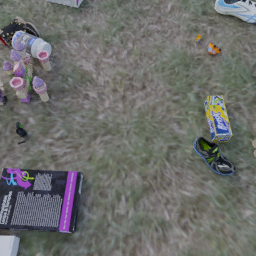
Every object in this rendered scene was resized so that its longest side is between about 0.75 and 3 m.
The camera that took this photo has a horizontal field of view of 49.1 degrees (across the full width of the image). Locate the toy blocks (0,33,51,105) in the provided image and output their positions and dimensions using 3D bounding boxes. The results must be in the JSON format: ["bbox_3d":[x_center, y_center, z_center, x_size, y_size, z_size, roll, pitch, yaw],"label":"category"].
[{"bbox_3d":[-3.815,-1.998,9.675,2.005,1.688,1.874,-4,62,-2],"label":"toy blocks"}]

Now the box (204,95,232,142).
[{"bbox_3d":[3.013,-0.315,9.432,0.549,0.504,1.566,-2,61,-2],"label":"box"}]

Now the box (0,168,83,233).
[{"bbox_3d":[-2.636,2.082,8.173,2.425,0.438,1.734,3,61,0],"label":"box"}]

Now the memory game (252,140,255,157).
[{"bbox_3d":[4.881,0.739,9.086,1.684,0.107,1.684,0,61,0],"label":"memory game"}]

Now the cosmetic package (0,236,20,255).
[{"bbox_3d":[-3.546,3.216,7.542,1.048,0.444,0.564,-1,59,1],"label":"cosmetic package"}]

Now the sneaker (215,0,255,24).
[{"bbox_3d":[4.956,-5.104,11.835,2.481,0.899,0.892,16,62,7],"label":"sneaker"}]

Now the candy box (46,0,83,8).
[{"bbox_3d":[-2.788,-6.060,12.575,1.578,0.481,1.076,16,62,8],"label":"candy box"}]

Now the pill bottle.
[{"bbox_3d":[-3.708,-3.180,10.845,1.349,0.768,0.768,24,64,13],"label":"pill bottle"}]

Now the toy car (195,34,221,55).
[{"bbox_3d":[3.204,-3.294,11.258,0.380,0.560,1.141,-56,47,20],"label":"toy car"}]

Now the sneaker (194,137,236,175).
[{"bbox_3d":[2.672,0.863,8.717,0.538,0.628,1.516,-38,68,-17],"label":"sneaker"}]

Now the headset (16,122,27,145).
[{"bbox_3d":[-3.556,0.167,9.208,0.353,0.464,0.751,-23,71,-9],"label":"headset"}]

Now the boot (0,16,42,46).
[{"bbox_3d":[-4.408,-3.766,11.243,1.694,0.620,1.275,37,66,22],"label":"boot"}]
